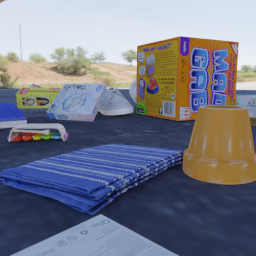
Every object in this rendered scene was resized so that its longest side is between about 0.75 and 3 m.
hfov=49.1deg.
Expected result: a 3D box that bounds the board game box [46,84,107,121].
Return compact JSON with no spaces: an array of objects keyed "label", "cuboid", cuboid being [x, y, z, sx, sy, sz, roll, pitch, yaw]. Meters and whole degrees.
[{"label":"board game box","cuboid":[-1.646,-0.884,9.248,1.548,0.338,1.556,3,46,18]}]

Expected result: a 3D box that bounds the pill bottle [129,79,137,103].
[{"label":"pill bottle","cuboid":[0.951,-1.717,13.091,1.518,1.518,2.655,-2,10,-14]}]

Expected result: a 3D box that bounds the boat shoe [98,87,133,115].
[{"label":"boat shoe","cuboid":[-0.614,-1.080,10.734,0.998,0.950,2.773,-9,15,-18]}]

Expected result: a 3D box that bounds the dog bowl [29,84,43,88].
[{"label":"dog bowl","cuboid":[-9.280,-4.034,28.500,1.430,0.527,1.430,19,-4,1]}]

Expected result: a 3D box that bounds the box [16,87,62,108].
[{"label":"box","cuboid":[-2.876,-1.145,10.576,2.370,0.594,0.892,-1,26,-3]}]

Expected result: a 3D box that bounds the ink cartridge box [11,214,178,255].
[{"label":"ink cartridge box","cuboid":[-0.196,0.883,1.522,1.001,0.217,0.983,12,15,43]}]

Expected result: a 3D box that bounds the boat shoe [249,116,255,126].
[{"label":"boat shoe","cuboid":[3.218,-0.224,7.928,0.887,0.314,0.307,9,9,-1]}]

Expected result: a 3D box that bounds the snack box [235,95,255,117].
[{"label":"snack box","cuboid":[5.168,-0.742,9.640,2.737,0.725,1.946,3,10,19]}]

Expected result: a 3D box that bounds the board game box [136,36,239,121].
[{"label":"board game box","cuboid":[1.984,-1.697,9.889,2.513,2.513,2.515,-5,11,-28]}]

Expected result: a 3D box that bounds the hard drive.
[{"label":"hard drive","cuboid":[-4.193,-0.304,7.470,2.466,0.313,1.627,-6,23,-35]}]

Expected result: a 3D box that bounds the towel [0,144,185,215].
[{"label":"towel","cuboid":[-0.342,0.528,3.778,1.578,0.260,2.180,4,8,34]}]

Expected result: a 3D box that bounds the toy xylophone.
[{"label":"toy xylophone","cuboid":[-1.901,0.111,5.831,1.226,0.308,0.898,1,10,4]}]

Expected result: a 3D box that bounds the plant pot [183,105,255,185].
[{"label":"plant pot","cuboid":[1.240,0.159,3.746,0.979,0.897,0.979,0,9,0]}]
